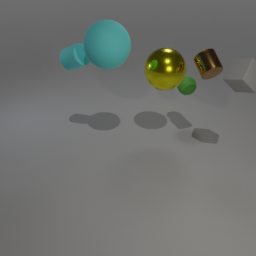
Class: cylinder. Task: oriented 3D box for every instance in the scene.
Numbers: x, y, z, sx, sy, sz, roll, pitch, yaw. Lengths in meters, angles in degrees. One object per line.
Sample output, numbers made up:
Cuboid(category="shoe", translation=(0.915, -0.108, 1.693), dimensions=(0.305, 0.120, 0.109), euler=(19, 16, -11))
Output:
Cuboid(category="cylinder", translation=(2.517, -1.997, 8.781), dimensions=(0.700, 0.700, 0.700), euler=(-12, 70, -20))
Cuboid(category="cylinder", translation=(-1.697, -2.258, 8.937), dimensions=(0.700, 0.700, 0.700), euler=(-8, 21, 37))

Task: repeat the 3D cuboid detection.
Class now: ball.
Cuboid(category="ball", translation=(2.208, -1.585, 10.497), dimensions=(0.700, 0.700, 0.700), euler=(0, 31, 0))
Cuboid(category="ball", translation=(-0.616, -2.463, 8.303), dimensions=(1.400, 1.400, 1.400), euler=(0, 31, 0))
Cuboid(category="ball", translation=(1.228, -1.937, 9.282), dimensions=(1.400, 1.400, 1.400), euler=(0, 31, 0))

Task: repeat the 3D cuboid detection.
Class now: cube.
Cuboid(category="cube", translation=(3.282, -1.478, 7.929), dimensions=(0.700, 0.700, 0.700), euler=(32, -8, -32))
